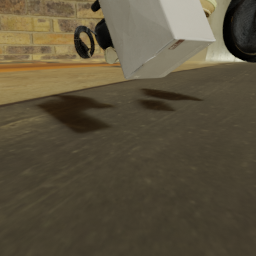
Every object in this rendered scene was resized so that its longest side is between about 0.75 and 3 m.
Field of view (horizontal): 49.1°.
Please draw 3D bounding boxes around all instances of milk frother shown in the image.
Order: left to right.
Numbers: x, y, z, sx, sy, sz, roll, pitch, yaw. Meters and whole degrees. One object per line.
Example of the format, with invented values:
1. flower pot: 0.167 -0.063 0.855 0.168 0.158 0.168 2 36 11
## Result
1. milk frother: -0.415 -2.843 8.068 1.699 1.882 1.771 32 -27 -29

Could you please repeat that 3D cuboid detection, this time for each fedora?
1. fedora: 4.187 -3.495 9.032 2.753 2.753 1.257 11 19 32

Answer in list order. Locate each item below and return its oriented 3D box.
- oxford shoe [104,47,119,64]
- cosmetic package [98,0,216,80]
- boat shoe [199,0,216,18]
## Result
1. oxford shoe: -0.294 -1.905 7.344 0.329 0.429 1.141 -1 11 24
2. cosmetic package: 0.301 -2.356 5.034 1.202 2.666 1.424 -15 -7 -39
3. boat shoe: 0.727 -2.773 6.426 2.501 0.787 0.912 10 2 -3
